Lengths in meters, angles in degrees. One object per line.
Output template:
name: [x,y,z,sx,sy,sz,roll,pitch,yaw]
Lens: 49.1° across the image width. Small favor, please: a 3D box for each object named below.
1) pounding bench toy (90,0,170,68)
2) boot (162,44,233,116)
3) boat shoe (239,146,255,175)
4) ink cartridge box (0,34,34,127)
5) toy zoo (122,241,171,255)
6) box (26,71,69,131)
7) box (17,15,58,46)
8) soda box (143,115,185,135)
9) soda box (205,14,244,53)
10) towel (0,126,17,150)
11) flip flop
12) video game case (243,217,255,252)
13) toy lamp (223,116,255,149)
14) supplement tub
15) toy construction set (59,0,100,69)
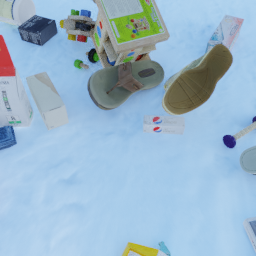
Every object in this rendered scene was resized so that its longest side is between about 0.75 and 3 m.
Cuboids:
pounding bench toy: [-0.257,-3.296,8.721,1.648,2.069,2.653,-20,85,-17]
boot: [1.447,-1.041,7.433,0.894,1.910,2.457,46,67,-8]
boat shoe: [3.639,0.551,6.000,0.703,2.330,0.881,14,71,-43]
ink cartridge box: [-3.706,-1.001,6.915,2.056,2.554,0.640,-1,51,-1]
toy zoo: [0.278,2.976,5.102,1.262,0.197,1.924,20,53,16]
box: [-2.294,-0.790,7.926,0.630,0.769,1.620,-22,55,-19]
box: [-3.353,-3.661,10.479,0.960,0.549,1.054,20,53,18]
soda box: [0.966,-0.088,7.593,1.106,0.352,0.377,3,50,3]
soda box: [3.441,-3.200,9.999,0.749,0.696,2.190,22,53,18]
towel: [-3.569,0.331,7.273,1.233,0.299,0.688,-19,52,-15]
flip flop: [0.089,-1.421,7.993,2.937,0.846,1.191,-25,85,-36]
video game case: [3.960,2.678,5.279,2.695,0.315,2.450,-8,50,-7]
toy lamp: [3.211,0.041,7.446,1.518,0.442,0.442,-29,56,-21]
supplement tub: [-4.585,-4.673,10.930,1.608,1.165,1.165,19,52,15]
toy construction set: [-1.623,-3.713,9.403,1.980,2.576,2.149,23,45,24]
